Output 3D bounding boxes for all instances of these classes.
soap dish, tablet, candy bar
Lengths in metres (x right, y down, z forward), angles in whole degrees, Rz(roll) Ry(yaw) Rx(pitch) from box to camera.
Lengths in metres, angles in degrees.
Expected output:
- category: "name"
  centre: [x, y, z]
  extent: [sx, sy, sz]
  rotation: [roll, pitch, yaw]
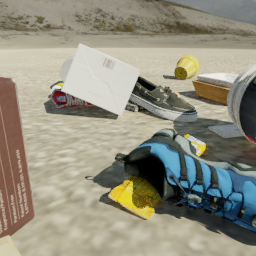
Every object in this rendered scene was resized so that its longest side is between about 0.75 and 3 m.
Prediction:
- category: "soap dish"
  centre: [3.899, -1.556, 10.959]
  extent: [1.774, 0.916, 2.255]
  rotation: [-9, 22, -25]
- category: "tablet"
  centre: [2.928, 0.047, 7.621]
  extent: [1.240, 0.085, 0.807]
  rotation: [-6, 20, -16]
- category: "candy bar"
  centre: [0.786, 0.718, 5.250]
  extent: [0.729, 0.324, 2.925]
  rotation: [25, 29, 25]

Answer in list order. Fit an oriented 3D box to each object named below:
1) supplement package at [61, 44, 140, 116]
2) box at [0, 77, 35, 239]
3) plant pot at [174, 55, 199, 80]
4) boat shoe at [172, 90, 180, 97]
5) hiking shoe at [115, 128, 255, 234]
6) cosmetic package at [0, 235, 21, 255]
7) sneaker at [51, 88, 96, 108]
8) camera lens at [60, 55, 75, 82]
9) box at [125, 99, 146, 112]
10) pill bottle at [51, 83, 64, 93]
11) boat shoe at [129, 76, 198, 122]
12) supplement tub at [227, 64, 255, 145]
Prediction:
- category: "supplement package"
  centre: [-0.805, -1.488, 8.693]
  extent: [1.939, 1.510, 1.075]
  rotation: [23, 9, -6]
- category: "box"
  centre: [-2.747, 0.572, 3.094]
  extent: [2.078, 2.057, 2.505]
  rotation: [9, 21, 24]
- category: "plant pot"
  centre: [3.176, -3.269, 15.614]
  extent: [1.259, 1.259, 1.185]
  rotation: [13, 39, 33]
- category: "boat shoe"
  centre: [1.633, -1.299, 10.952]
  extent: [0.460, 0.432, 1.249]
  rotation: [15, 24, 36]
- category: "hiking shoe"
  centre: [0.991, 0.882, 3.931]
  extent: [1.078, 0.925, 2.486]
  rotation: [-24, 35, -35]
- category: "cosmetic package"
  centre: [-1.230, 1.588, 2.709]
  extent: [0.565, 0.399, 1.091]
  rotation: [-15, 23, -37]
- category: "sneaker"
  centre: [-1.841, -1.086, 9.876]
  extent: [2.028, 0.722, 1.140]
  rotation: [5, 14, 36]
- category: "camera lens"
  centre: [-2.158, -2.649, 13.051]
  extent: [1.599, 1.599, 1.999]
  rotation: [1, 20, 3]
- category: "box"
  centre: [0.202, -0.823, 9.888]
  extent: [0.777, 0.237, 0.964]
  rotation: [-14, 24, -40]
- category: "pill bottle"
  centre: [-2.842, -1.534, 11.524]
  extent: [0.504, 0.504, 0.897]
  rotation: [2, 19, 5]
- category: "boat shoe"
  centre: [1.005, -1.008, 9.119]
  extent: [2.871, 0.813, 0.985]
  rotation: [28, 33, 36]
- category: "supplement tub"
  centre: [3.467, -0.280, 5.584]
  extent: [2.027, 2.027, 2.888]
  rotation: [-2, 19, -7]
